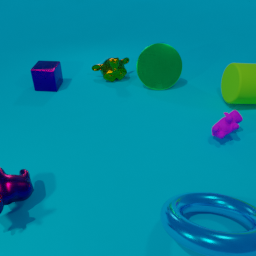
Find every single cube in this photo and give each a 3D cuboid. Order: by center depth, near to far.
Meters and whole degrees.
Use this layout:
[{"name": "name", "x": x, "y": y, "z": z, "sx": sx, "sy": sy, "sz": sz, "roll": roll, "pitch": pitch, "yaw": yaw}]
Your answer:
[{"name": "cube", "x": -2.988, "y": -1.934, "z": 10.408, "sx": 0.858, "sy": 0.858, "sz": 0.858, "roll": 3, "pitch": 36, "yaw": 4}]

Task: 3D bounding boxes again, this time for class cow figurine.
[{"name": "cow figurine", "x": -2.478, "y": 1.373, "z": 5.685, "sx": 1.265, "sy": 0.694, "sz": 1.245, "roll": 10, "pitch": 30, "yaw": -42}, {"name": "cow figurine", "x": 2.791, "y": -0.097, "z": 7.957, "sx": 1.012, "sy": 0.555, "sz": 0.996, "roll": -37, "pitch": -3, "yaw": 5}]

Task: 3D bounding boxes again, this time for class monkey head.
[{"name": "monkey head", "x": -0.598, "y": -2.430, "z": 10.875, "sx": 1.578, "sy": 1.135, "sz": 0.951, "roll": -16, "pitch": 54, "yaw": -10}]

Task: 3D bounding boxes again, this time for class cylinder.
[{"name": "cylinder", "x": 3.979, "y": -1.461, "z": 9.262, "sx": 1.316, "sy": 1.316, "sz": 1.316, "roll": 0, "pitch": 36, "yaw": -8}]

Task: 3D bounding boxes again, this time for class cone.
[{"name": "cone", "x": 1.157, "y": -2.406, "z": 10.981, "sx": 1.677, "sy": 1.677, "sz": 1.684, "roll": 1, "pitch": 13, "yaw": 1}]

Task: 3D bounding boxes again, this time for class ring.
[{"name": "ring", "x": 1.623, "y": 1.704, "z": 5.161, "sx": 2.056, "sy": 0.411, "sz": 2.056, "roll": 3, "pitch": 9, "yaw": 0}]
